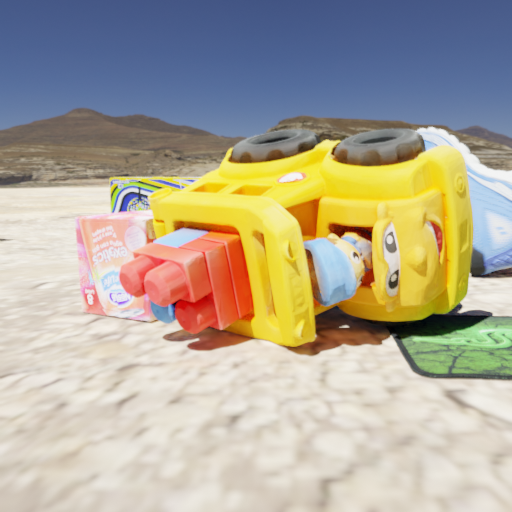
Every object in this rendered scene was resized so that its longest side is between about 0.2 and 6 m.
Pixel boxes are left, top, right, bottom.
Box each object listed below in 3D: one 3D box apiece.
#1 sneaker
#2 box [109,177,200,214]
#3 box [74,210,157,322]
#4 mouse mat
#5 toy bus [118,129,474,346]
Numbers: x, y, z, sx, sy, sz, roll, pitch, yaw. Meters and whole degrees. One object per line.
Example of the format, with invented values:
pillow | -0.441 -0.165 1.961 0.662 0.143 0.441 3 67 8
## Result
sneaker | 2.645 -0.844 8.469 1.630 1.436 3.657 -25 30 -9
box | -1.335 -1.219 13.065 3.892 1.251 1.363 -1 8 -5
box | -0.893 -0.008 6.046 0.916 0.993 1.936 3 10 29
mouse mat | 2.153 0.694 4.498 2.070 0.078 1.665 1 9 4
toy bus | 0.211 -0.030 4.689 2.483 1.685 2.384 9 26 39
